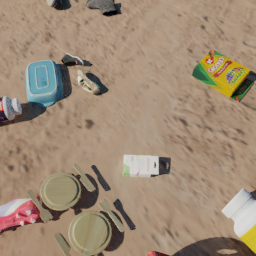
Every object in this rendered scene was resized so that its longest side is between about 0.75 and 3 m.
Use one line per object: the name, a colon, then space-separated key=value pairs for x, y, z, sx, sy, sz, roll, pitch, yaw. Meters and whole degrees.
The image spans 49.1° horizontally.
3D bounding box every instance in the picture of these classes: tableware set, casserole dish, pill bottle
tableware set: x=-1.709 y=2.753 z=9.108 sx=1.965 sy=0.596 sz=2.972 roll=-29 pitch=67 yaw=-29
casserole dish: x=-3.661 y=-2.057 z=12.097 sx=1.549 sy=0.496 sz=2.558 roll=-12 pitch=60 yaw=-7
pill bottle: x=4.175 y=3.099 z=8.408 sx=1.440 sy=1.440 sz=2.572 roll=-38 pitch=66 yaw=-20
pill bottle: x=-5.137 y=-0.689 z=10.977 sx=1.710 sy=0.962 sz=0.962 roll=-13 pitch=60 yaw=-7

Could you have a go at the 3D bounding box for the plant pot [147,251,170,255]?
plant pot: x=1.413 y=4.751 z=6.649 sx=2.648 sy=2.908 sz=2.908 roll=16 pitch=60 yaw=-1

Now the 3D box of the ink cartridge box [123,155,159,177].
ink cartridge box: x=0.461 y=1.371 z=10.032 sx=1.249 sy=0.420 sz=0.731 roll=2 pitch=63 yaw=2

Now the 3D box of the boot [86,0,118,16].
boot: x=-1.376 y=-6.305 z=14.663 sx=1.567 sy=0.547 sz=1.032 roll=-11 pitch=65 yaw=-2

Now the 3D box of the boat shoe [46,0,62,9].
boat shoe: x=-4.056 y=-7.150 z=15.230 sx=0.668 sy=0.774 sz=2.129 roll=16 pitch=40 yaw=-42

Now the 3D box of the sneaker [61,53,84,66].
sneaker: x=-2.554 y=-2.989 z=12.732 sx=1.120 sy=0.396 sz=0.556 roll=27 pitch=64 yaw=21

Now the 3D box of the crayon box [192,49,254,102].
crayon box: x=4.198 y=-2.315 z=12.185 sx=2.347 sy=0.596 sz=1.490 roll=35 pitch=65 yaw=19

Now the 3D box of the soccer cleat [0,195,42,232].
soccer cleat: x=-4.025 y=2.799 z=9.082 sx=2.517 sy=0.839 sz=0.962 roll=-12 pitch=23 yaw=2

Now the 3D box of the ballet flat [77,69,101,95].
ballet flat: x=-1.825 y=-1.960 z=12.039 sx=0.512 sy=0.519 sz=1.524 roll=-42 pitch=66 yaw=-13
